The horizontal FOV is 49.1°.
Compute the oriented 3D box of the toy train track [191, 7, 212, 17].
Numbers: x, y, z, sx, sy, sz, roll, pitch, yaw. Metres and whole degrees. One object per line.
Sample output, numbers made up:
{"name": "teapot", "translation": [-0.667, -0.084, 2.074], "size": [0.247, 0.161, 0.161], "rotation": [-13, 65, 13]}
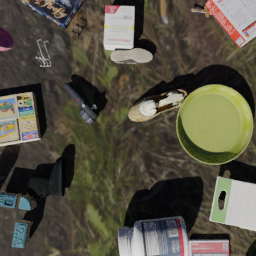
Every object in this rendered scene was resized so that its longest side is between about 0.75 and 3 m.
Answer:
{"name": "toy train track", "translation": [2.894, -4.551, 11.013], "size": [0.890, 0.145, 0.510], "rotation": [3, 68, -15]}

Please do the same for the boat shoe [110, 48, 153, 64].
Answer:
{"name": "boat shoe", "translation": [0.112, -2.753, 10.771], "size": [1.620, 0.462, 0.542], "rotation": [-1, 94, -5]}

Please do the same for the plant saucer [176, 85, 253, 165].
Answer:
{"name": "plant saucer", "translation": [3.131, -0.127, 10.308], "size": [2.896, 0.450, 2.896], "rotation": [0, 91, -7]}

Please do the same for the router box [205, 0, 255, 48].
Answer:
{"name": "router box", "translation": [4.659, -4.724, 10.788], "size": [2.453, 0.599, 2.202], "rotation": [-36, 85, -6]}

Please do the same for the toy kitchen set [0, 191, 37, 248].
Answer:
{"name": "toy kitchen set", "translation": [-4.515, 3.142, 9.738], "size": [2.150, 1.266, 1.722], "rotation": [8, 85, 1]}

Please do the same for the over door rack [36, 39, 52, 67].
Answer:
{"name": "over door rack", "translation": [-2.868, -2.510, 9.459], "size": [0.292, 0.648, 0.877], "rotation": [-4, 103, 6]}

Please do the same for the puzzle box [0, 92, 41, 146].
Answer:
{"name": "puzzle box", "translation": [-4.779, -0.237, 10.530], "size": [2.754, 0.350, 1.832], "rotation": [-10, 85, -1]}

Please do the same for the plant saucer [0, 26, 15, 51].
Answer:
{"name": "plant saucer", "translation": [-3.743, -2.556, 7.961], "size": [0.249, 0.984, 0.984], "rotation": [-42, 85, 30]}

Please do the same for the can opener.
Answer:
{"name": "can opener", "translation": [-1.777, -0.984, 10.488], "size": [0.727, 0.586, 1.850], "rotation": [-39, 86, -3]}

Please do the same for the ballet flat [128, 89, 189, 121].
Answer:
{"name": "ballet flat", "translation": [1.138, -0.916, 10.380], "size": [2.406, 0.785, 0.848], "rotation": [-23, 85, -2]}

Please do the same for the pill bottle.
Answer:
{"name": "pill bottle", "translation": [0.837, 3.837, 9.636], "size": [2.266, 1.355, 1.355], "rotation": [-6, 84, 0]}

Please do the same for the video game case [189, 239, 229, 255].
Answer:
{"name": "video game case", "translation": [2.943, 5.069, 10.098], "size": [1.434, 0.175, 2.006], "rotation": [0, 85, 0]}

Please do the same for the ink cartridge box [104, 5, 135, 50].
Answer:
{"name": "ink cartridge box", "translation": [-0.326, -3.795, 10.730], "size": [1.122, 0.645, 1.545], "rotation": [3, 84, 0]}

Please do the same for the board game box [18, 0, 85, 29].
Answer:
{"name": "board game box", "translation": [-3.108, -5.339, 10.974], "size": [2.648, 0.458, 1.794], "rotation": [31, 85, 3]}

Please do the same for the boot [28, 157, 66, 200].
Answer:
{"name": "boot", "translation": [-2.961, 1.826, 10.255], "size": [1.270, 0.574, 1.550], "rotation": [0, 84, 5]}

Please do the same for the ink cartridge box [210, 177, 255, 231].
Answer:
{"name": "ink cartridge box", "translation": [4.124, 2.747, 10.138], "size": [2.260, 0.542, 1.645], "rotation": [12, 84, 1]}
